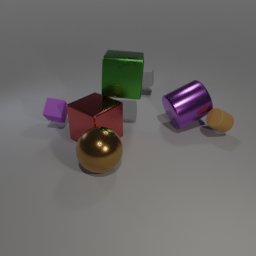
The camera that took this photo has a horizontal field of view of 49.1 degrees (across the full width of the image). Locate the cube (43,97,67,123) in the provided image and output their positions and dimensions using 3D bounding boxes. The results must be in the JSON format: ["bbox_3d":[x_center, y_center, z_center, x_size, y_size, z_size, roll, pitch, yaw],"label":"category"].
[{"bbox_3d":[-2.708,-0.660,10.566,0.700,0.700,0.700,10,75,3],"label":"cube"}]

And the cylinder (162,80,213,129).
[{"bbox_3d":[2.206,-0.875,10.513,1.400,1.400,1.400,-27,35,-5],"label":"cylinder"}]

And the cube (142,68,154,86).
[{"bbox_3d":[0.825,-2.379,13.154,0.700,0.700,0.700,1,23,11],"label":"cube"}]

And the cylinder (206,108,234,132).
[{"bbox_3d":[3.287,-0.281,10.001,0.700,0.700,0.700,20,18,-34],"label":"cylinder"}]

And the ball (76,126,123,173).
[{"bbox_3d":[-0.847,0.648,8.385,1.400,1.400,1.400,0,31,0],"label":"ball"}]

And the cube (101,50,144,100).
[{"bbox_3d":[-0.173,-1.962,10.170,1.400,1.400,1.400,5,26,1],"label":"cube"}]

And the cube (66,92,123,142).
[{"bbox_3d":[-1.135,-0.253,9.912,1.400,1.400,1.400,23,38,34],"label":"cube"}]
